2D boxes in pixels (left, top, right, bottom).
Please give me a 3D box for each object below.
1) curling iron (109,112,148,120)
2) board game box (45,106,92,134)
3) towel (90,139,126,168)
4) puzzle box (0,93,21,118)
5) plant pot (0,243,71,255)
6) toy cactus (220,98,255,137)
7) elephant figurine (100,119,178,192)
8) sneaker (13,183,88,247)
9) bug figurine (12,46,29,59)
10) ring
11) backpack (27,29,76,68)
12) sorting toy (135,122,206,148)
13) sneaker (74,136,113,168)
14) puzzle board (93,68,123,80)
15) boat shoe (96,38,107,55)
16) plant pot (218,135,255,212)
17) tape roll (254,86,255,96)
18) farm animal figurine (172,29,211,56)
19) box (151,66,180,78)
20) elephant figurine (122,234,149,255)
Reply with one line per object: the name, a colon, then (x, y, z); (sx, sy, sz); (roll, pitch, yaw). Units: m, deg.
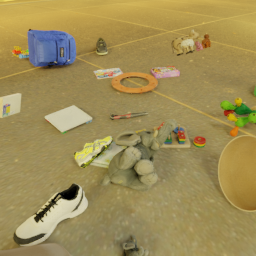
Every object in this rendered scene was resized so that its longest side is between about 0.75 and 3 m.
curling iron: (0.024, -0.586, 12.398); (1.793, 0.229, 0.445); (-7, 34, -10)
board game box: (-2.572, -0.382, 12.128); (1.515, 0.196, 1.515); (-27, 43, -33)
towel: (-0.740, 0.952, 10.057); (1.394, 0.336, 1.193); (9, 38, 13)
puzzle box: (-3.018, -0.590, 7.186); (0.099, 0.517, 0.777); (14, 17, 9)
plant pot: (-2.158, 3.317, 4.746); (2.550, 2.939, 2.939); (-9, 31, -44)
toy cactus: (5.277, -0.385, 11.438); (2.946, 1.507, 2.431); (15, 18, 25)
elephant figurine: (0.404, 0.763, 9.247); (1.887, 1.721, 2.433); (18, 42, 1)
sneaker: (-2.112, 2.269, 7.622); (0.815, 0.885, 2.212); (29, 45, 34)
bug figurine: (-6.782, -4.997, 18.653); (1.640, 0.544, 2.115); (-16, 33, -32)
ring: (0.354, -2.420, 15.124); (2.494, 0.239, 2.494); (0, 35, 0)
backpack: (-4.424, -4.677, 16.848); (2.626, 2.134, 2.204); (-11, 34, -32)
sorting toy: (1.632, 0.210, 11.029); (2.670, 0.452, 1.287); (0, 34, 0)
sneaker: (-1.142, 0.679, 9.579); (0.603, 0.595, 1.578); (45, 56, 12)
puzzle board: (-1.124, -3.217, 16.375); (1.605, 0.140, 1.210); (-10, 35, -15)
boat shoe: (-1.887, -5.729, 19.553); (0.786, 0.723, 2.200); (-6, 34, -7)
plant pot: (3.926, 1.311, 8.203); (1.427, 2.126, 2.126); (5, 30, -25)
tape roll: (7.411, -1.802, 13.969); (2.028, 0.487, 2.028); (0, 35, 0)
farm animal figurine: (2.275, -3.222, 10.507); (1.499, 0.790, 1.516); (-19, 10, -22)
box: (2.157, -3.272, 16.313); (1.444, 0.282, 0.988); (-8, 35, -11)
elephant figurine: (0.078, 3.028, 6.905); (0.799, 0.620, 0.565); (23, 83, 46)
